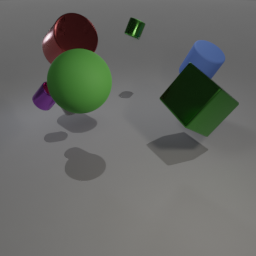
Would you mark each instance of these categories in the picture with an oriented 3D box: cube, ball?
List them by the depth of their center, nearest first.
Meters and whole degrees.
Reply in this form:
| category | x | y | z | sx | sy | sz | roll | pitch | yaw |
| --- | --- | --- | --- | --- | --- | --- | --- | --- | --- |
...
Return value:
| category | x | y | z | sx | sy | sz | roll | pitch | yaw |
| --- | --- | --- | --- | --- | --- | --- | --- | --- | --- |
| ball | -1.053 | -1.016 | 6.149 | 1.400 | 1.400 | 1.400 | 0 | 28 | 0 |
| cube | 2.101 | -0.802 | 8.330 | 1.400 | 1.400 | 1.400 | 19 | 28 | -47 |

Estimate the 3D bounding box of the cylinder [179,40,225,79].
| category | x | y | z | sx | sy | sz | roll | pitch | yaw |
| --- | --- | --- | --- | --- | --- | --- | --- | --- | --- |
| cylinder | 3.057 | -2.663 | 11.667 | 1.400 | 1.400 | 1.400 | 12 | 50 | -15 |

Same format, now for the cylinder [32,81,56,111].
| category | x | y | z | sx | sy | sz | roll | pitch | yaw |
| --- | --- | --- | --- | --- | --- | --- | --- | --- | --- |
| cylinder | -2.665 | -1.046 | 9.206 | 0.700 | 0.700 | 0.700 | 32 | 35 | -27 |

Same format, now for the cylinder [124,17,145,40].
| category | x | y | z | sx | sy | sz | roll | pitch | yaw |
| --- | --- | --- | --- | --- | --- | --- | --- | --- | --- |
| cylinder | 0.286 | -4.183 | 11.802 | 0.700 | 0.700 | 0.700 | 22 | 14 | -6 |

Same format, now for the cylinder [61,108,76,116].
| category | x | y | z | sx | sy | sz | roll | pitch | yaw |
| --- | --- | --- | --- | --- | --- | --- | --- | --- | --- |
| cylinder | -1.558 | -0.810 | 7.549 | 0.700 | 0.700 | 0.700 | -21 | 30 | 12 |

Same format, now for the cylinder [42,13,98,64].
| category | x | y | z | sx | sy | sz | roll | pitch | yaw |
| --- | --- | --- | --- | --- | --- | --- | --- | --- | --- |
| cylinder | -1.858 | -2.698 | 8.899 | 1.400 | 1.400 | 1.400 | -18 | 6 | -30 |
